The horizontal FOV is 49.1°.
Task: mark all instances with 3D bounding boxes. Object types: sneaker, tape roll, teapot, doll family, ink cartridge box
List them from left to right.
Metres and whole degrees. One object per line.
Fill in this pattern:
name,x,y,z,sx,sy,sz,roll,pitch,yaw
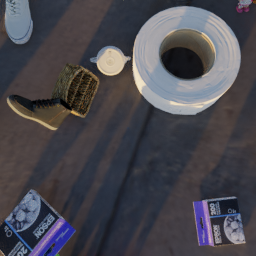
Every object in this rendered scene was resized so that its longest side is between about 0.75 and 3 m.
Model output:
sneaker,-3.424,-3.704,8.480,0.833,0.807,2.280,-8,78,-2
ink cartridge box,-2.462,2.731,7.208,1.635,0.355,1.620,36,80,20
sneaker,-2.225,-0.605,7.174,0.807,1.519,0.568,-43,41,20
teapot,-0.518,-2.002,8.238,0.891,0.651,0.880,41,107,-16
tape roll,1.586,-1.881,7.988,2.935,1.027,2.935,0,78,-1
ink cartridge box,2.417,2.501,7.482,1.185,0.257,1.174,-7,79,0
doll family,4.156,-4.255,8.403,1.906,1.183,0.859,-9,78,-2

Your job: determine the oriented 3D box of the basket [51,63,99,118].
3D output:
basket,-1.468,-1.082,7.884,0.956,0.916,1.283,21,79,5

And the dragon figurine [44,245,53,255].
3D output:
dragon figurine,-2.179,3.293,7.293,0.499,0.295,1.004,34,79,7

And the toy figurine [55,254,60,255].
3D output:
toy figurine,-0.683,4.066,6.701,2.036,1.661,2.212,-2,100,-10
